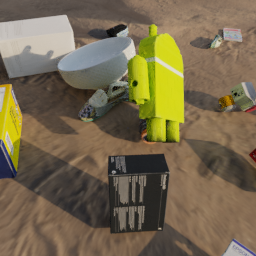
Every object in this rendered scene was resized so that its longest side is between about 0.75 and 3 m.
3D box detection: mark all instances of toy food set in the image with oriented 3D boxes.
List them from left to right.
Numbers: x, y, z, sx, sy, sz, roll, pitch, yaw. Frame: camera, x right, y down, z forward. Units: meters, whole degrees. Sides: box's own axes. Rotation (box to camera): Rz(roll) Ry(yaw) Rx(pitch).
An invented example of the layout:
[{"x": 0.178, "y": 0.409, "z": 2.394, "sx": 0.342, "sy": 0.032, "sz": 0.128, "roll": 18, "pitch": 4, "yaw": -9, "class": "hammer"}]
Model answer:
[{"x": 3.446, "y": -0.716, "z": 7.058, "sx": 1.115, "sy": 2.336, "sz": 1.051, "roll": -7, "pitch": 74, "yaw": -30, "class": "toy food set"}]

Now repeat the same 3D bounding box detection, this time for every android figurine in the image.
[{"x": 0.759, "y": -0.975, "z": 6.371, "sx": 0.542, "sy": 2.637, "sz": 2.401, "roll": -5, "pitch": -4, "yaw": 31, "class": "android figurine"}]

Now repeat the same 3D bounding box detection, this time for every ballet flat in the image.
[{"x": -0.589, "y": -0.887, "z": 7.955, "sx": 1.971, "sy": 0.709, "sz": 0.709, "roll": -30, "pitch": 51, "yaw": -27, "class": "ballet flat"}, {"x": 3.391, "y": -3.284, "z": 10.712, "sx": 0.361, "sy": 0.361, "sz": 0.973, "roll": 20, "pitch": 50, "yaw": 19, "class": "ballet flat"}]

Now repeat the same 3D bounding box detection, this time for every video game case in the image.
[{"x": 4.251, "y": -3.802, "z": 11.409, "sx": 0.704, "sy": 0.086, "sz": 0.984, "roll": 9, "pitch": 45, "yaw": 9, "class": "video game case"}]

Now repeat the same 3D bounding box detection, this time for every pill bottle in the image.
[{"x": 0.605, "y": -0.135, "z": 7.205, "sx": 0.620, "sy": 0.620, "sz": 1.167, "roll": 6, "pitch": 44, "yaw": 6, "class": "pill bottle"}]

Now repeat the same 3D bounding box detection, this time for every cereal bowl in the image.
[{"x": -0.860, "y": -1.862, "z": 8.525, "sx": 2.379, "sy": 0.991, "sz": 2.379, "roll": -13, "pitch": 32, "yaw": 8, "class": "cereal bowl"}]

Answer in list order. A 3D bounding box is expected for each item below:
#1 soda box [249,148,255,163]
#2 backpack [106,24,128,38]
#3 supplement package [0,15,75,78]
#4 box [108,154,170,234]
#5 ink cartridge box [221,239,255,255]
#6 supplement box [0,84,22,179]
[{"x": 3.215, "y": 0.913, "z": 6.069, "sx": 0.421, "sy": 0.382, "sz": 1.204, "roll": 11, "pitch": 36, "yaw": -37, "class": "soda box"}, {"x": -0.358, "y": -3.836, "z": 11.163, "sx": 0.776, "sy": 0.597, "sz": 0.633, "roll": -43, "pitch": 53, "yaw": -9, "class": "backpack"}, {"x": -2.985, "y": -2.736, "z": 9.362, "sx": 2.282, "sy": 1.367, "sz": 1.384, "roll": -12, "pitch": 45, "yaw": -12, "class": "supplement package"}, {"x": 0.165, "y": 1.220, "z": 5.117, "sx": 1.031, "sy": 1.460, "sz": 0.576, "roll": 0, "pitch": 32, "yaw": -2, "class": "box"}, {"x": 1.461, "y": 2.968, "z": 4.082, "sx": 1.224, "sy": 0.483, "sz": 2.462, "roll": 32, "pitch": 54, "yaw": 29, "class": "ink cartridge box"}, {"x": -3.273, "y": 0.081, "z": 6.583, "sx": 1.157, "sy": 1.165, "sz": 2.127, "roll": -7, "pitch": 45, "yaw": -8, "class": "supplement box"}]
